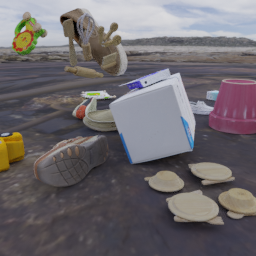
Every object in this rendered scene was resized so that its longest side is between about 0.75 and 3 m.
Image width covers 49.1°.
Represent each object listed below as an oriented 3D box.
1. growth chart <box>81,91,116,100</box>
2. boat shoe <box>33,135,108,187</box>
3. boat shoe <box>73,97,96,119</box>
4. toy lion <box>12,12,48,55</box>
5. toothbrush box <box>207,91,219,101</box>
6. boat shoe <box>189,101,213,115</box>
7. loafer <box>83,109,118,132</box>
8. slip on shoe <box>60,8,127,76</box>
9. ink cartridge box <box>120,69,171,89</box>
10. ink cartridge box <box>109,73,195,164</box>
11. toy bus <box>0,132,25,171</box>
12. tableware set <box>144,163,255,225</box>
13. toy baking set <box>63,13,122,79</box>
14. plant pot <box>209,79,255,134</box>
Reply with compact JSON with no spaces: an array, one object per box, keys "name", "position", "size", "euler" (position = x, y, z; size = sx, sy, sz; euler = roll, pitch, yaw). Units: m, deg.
[{"name":"growth chart","position":[-1.937,-2.028,17.409],"size":[1.808,0.222,2.499],"euler":[-7,18,-17]},{"name":"boat shoe","position":[-1.477,0.772,7.123],"size":[0.952,1.004,2.652],"euler":[4,8,24]},{"name":"boat shoe","position":[-1.932,-0.942,13.014],"size":[0.675,0.768,2.158],"euler":[0,22,8]},{"name":"toy lion","position":[-3.586,-3.242,9.846],"size":[1.368,1.311,0.470],"euler":[48,3,28]},{"name":"toothbrush box","position":[5.311,-1.890,16.486],"size":[0.792,0.462,1.082],"euler":[-12,21,-34]},{"name":"boat shoe","position":[3.409,-1.004,13.392],"size":[1.768,0.578,0.650],"euler":[7,18,21]},{"name":"loafer","position":[-0.335,-0.487,10.765],"size":[2.779,0.949,1.052],"euler":[0,30,-1]},{"name":"slip on shoe","position":[-1.070,-2.576,8.357],"size":[0.844,1.059,2.786],"euler":[-19,66,-37]},{"name":"ink cartridge box","position":[0.473,-1.437,8.657],"size":[1.297,0.281,1.284],"euler":[-21,10,-15]},{"name":"ink cartridge box","position":[0.890,-0.382,8.459],"size":[1.817,1.850,2.513],"euler":[-16,11,20]},{"name":"toy bus","position":[-3.953,0.758,7.236],"size":[2.463,0.802,0.964],"euler":[-11,20,-31]},{"name":"tableware set","position":[1.642,1.358,6.198],"size":[2.114,0.294,2.531],"euler":[-3,17,-12]},{"name":"toy baking set","position":[-0.944,-1.966,6.914],"size":[0.238,1.570,2.046],"euler":[39,28,30]},{"name":"plant pot","position":[4.288,-0.920,10.980],"size":[2.057,1.841,2.057],"euler":[0,17,0]}]
